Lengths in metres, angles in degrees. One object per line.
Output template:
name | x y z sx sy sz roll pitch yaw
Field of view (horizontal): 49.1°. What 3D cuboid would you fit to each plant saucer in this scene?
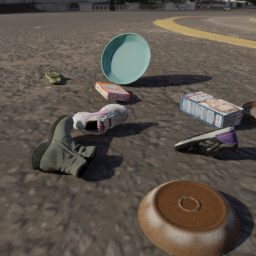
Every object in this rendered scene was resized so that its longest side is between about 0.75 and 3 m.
plant saucer | 1.276 1.716 5.875 2.113 0.387 2.113 1 29 0
plant saucer | 5.059 -0.523 10.176 1.820 0.292 1.820 -1 28 0
plant saucer | -0.069 -3.239 13.311 2.492 2.492 0.448 12 -3 22

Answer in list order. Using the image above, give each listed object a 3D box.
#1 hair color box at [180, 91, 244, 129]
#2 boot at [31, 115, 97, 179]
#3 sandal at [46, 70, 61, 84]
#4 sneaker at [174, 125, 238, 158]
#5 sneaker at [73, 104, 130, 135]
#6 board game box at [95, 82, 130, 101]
hair color box | 2.963 -0.680 10.107 1.027 0.622 2.054 -17 33 -28
boot | -1.540 0.524 7.884 1.494 0.774 2.286 9 37 7
sandal | -3.653 -2.602 13.877 0.661 0.475 1.666 -12 30 -22
sneaker | 2.163 0.527 7.827 1.746 0.765 0.661 -18 -4 22
sneaker | -0.809 -0.184 9.128 1.914 0.779 0.844 -17 32 -13
board game box | -0.662 -1.528 11.704 1.010 0.309 1.333 2 26 -31
